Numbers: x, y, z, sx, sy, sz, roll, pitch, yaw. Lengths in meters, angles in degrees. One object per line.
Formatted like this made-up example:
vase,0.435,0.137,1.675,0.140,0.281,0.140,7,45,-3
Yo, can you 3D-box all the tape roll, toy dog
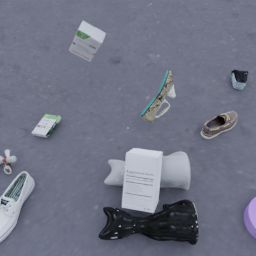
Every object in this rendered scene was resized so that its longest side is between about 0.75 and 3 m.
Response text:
tape roll,4.357,2.801,8.555,1.458,0.478,1.458,0,51,0
toy dog,-4.414,1.120,9.944,1.106,0.729,0.533,17,13,8

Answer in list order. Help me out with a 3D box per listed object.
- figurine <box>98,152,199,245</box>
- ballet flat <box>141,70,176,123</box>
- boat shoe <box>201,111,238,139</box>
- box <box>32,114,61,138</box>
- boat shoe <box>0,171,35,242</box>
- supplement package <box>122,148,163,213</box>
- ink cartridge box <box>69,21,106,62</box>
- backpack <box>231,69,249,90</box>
figurine,0.576,2.104,8.764,2.811,1.240,2.881,-2,49,4
ballet flat,1.105,-0.939,9.024,0.677,1.799,0.610,29,16,-3
boat shoe,3.671,-0.226,11.015,1.873,0.557,0.673,-27,55,-21
box,-3.195,-0.096,11.000,0.746,0.188,1.034,8,53,27
boat shoe,-3.746,2.366,8.724,0.836,0.759,2.272,10,51,8
supplement package,0.446,1.527,8.450,0.987,1.649,1.000,6,5,14
ink cartridge box,-1.609,-3.348,10.944,0.993,1.359,0.573,26,61,-17
backpack,5.040,-2.177,12.633,0.755,0.573,0.905,4,50,9
